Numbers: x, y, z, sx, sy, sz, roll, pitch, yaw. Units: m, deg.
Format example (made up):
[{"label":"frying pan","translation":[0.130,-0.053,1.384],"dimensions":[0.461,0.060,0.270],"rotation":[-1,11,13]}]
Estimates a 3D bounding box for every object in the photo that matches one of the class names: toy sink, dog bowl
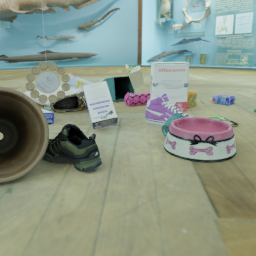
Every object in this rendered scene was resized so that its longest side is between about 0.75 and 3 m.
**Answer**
[{"label":"toy sink","translation":[0.267,-1.830,9.572],"dimensions":[0.443,0.791,0.516],"rotation":[-19,25,9]},{"label":"dog bowl","translation":[2.382,0.280,9.283],"dimensions":[2.367,0.873,2.367],"rotation":[1,17,0]}]

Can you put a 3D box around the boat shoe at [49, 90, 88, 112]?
[{"label":"boat shoe","translation":[-2.696,-1.386,14.737],"dimensions":[2.788,1.002,0.830],"rotation":[-10,22,-18]}]

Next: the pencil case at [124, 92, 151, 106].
[{"label":"pencil case","translation":[0.669,-1.703,16.061],"dimensions":[1.700,0.796,0.771],"rotation":[-9,25,-28]}]

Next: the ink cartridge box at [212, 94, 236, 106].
[{"label":"ink cartridge box","translation":[5.705,-1.645,16.483],"dimensions":[1.232,0.470,0.841],"rotation":[18,24,41]}]

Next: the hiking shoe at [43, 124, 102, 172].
[{"label":"hiking shoe","translation":[-1.760,0.410,8.207],"dimensions":[2.433,1.225,0.921],"rotation":[10,19,31]}]

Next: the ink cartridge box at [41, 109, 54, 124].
[{"label":"ink cartridge box","translation":[-4.468,-0.639,12.755],"dimensions":[1.113,0.523,2.367],"rotation":[-5,15,-45]}]

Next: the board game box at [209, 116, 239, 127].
[{"label":"board game box","translation":[4.224,-0.275,12.422],"dimensions":[0.702,0.157,1.340],"rotation":[-6,17,-12]}]

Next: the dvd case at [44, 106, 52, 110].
[{"label":"dvd case","translation":[-4.195,-1.203,15.555],"dimensions":[0.863,0.130,1.182],"rotation":[-4,19,-14]}]

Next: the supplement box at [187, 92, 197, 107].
[{"label":"supplement box","translation":[2.987,-1.808,16.467],"dimensions":[0.799,0.773,2.323],"rotation":[-10,19,-31]}]

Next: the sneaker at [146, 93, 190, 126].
[{"label":"sneaker","translation":[1.839,-0.744,11.907],"dimensions":[2.379,1.356,0.862],"rotation":[9,17,24]}]

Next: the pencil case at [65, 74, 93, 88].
[{"label":"pencil case","translation":[-2.946,-2.681,18.112],"dimensions":[2.289,0.952,1.038],"rotation":[21,-8,9]}]

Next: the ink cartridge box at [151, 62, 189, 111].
[{"label":"ink cartridge box","translation":[2.134,-2.179,14.661],"dimensions":[1.817,2.495,1.058],"rotation":[-2,17,-7]}]

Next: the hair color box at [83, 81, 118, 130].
[{"label":"hair color box","translation":[-1.158,-0.960,11.566],"dimensions":[1.042,0.618,1.906],"rotation":[-13,60,-9]}]

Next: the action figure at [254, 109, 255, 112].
[{"label":"action figure","translation":[7.019,-0.872,14.172],"dimensions":[1.210,0.331,0.715],"rotation":[0,19,14]}]

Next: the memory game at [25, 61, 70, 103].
[{"label":"memory game","translation":[-3.614,-2.061,12.697],"dimensions":[2.022,2.022,0.129],"rotation":[-3,-11,-11]}]

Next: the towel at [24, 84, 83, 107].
[{"label":"towel","translation":[-4.381,-2.008,16.501],"dimensions":[2.766,0.446,2.642],"rotation":[17,32,38]}]

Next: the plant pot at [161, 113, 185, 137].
[{"label":"plant pot","translation":[1.726,-0.030,10.569],"dimensions":[0.789,0.840,0.840],"rotation":[-31,32,-33]}]

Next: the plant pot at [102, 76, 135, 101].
[{"label":"plant pot","translation":[-0.782,-2.561,17.938],"dimensions":[1.464,1.465,2.072],"rotation":[-11,14,-33]}]

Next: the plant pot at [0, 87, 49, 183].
[{"label":"plant pot","translation":[-3.537,0.220,7.756],"dimensions":[2.380,2.380,2.076],"rotation":[-8,-1,-25]}]
